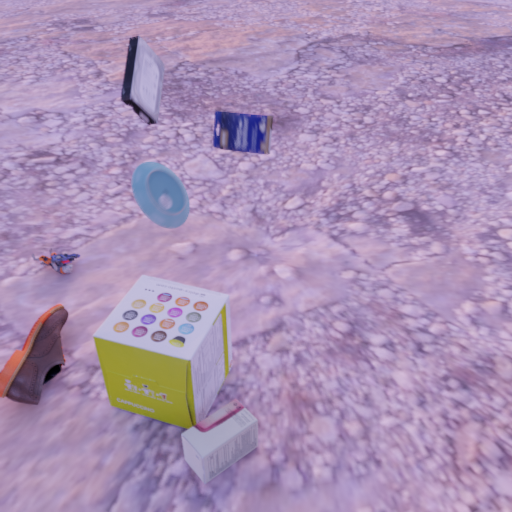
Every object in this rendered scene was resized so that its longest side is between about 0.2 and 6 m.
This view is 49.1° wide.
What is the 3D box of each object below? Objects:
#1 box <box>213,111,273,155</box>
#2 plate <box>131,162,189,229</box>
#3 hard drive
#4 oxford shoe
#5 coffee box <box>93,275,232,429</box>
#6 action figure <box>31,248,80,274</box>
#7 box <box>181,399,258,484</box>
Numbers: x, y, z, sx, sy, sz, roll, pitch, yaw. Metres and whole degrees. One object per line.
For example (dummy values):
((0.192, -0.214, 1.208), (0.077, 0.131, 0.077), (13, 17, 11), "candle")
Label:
((-0.273, -2.235, 10.144), (1.115, 0.676, 0.181), (9, 17, 16), "box")
((-1.693, -1.149, 10.296), (0.171, 1.339, 1.339), (-25, 20, 36), "plate")
((-2.334, -3.647, 11.678), (0.282, 1.042, 1.492), (-5, 70, 22), "hard drive")
((-3.087, 1.433, 8.170), (0.685, 0.672, 1.887), (27, 33, -10), "oxford shoe")
((-1.181, 1.289, 7.569), (1.351, 1.354, 1.339), (11, 37, 15), "coffee box")
((-3.594, 0.112, 10.227), (0.727, 0.393, 0.751), (27, 15, 23), "action figure")
((-0.435, 2.270, 6.897), (0.849, 0.543, 0.463), (-25, 43, -31), "box")
